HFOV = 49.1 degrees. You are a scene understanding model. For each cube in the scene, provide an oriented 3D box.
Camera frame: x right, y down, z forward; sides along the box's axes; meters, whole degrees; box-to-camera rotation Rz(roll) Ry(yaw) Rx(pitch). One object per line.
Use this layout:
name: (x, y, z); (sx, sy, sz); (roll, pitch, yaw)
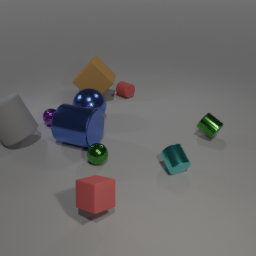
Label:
cube: (-1.590, -2.381, 13.449); (1.400, 1.400, 1.400); (-40, 19, 20)
cube: (-0.785, 1.588, 6.806); (0.700, 0.700, 0.700); (3, 4, 41)

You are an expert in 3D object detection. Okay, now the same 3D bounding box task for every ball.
ball: (-0.982, 0.829, 9.051); (0.700, 0.700, 0.700); (0, 29, 0)
ball: (-1.584, -0.935, 11.519); (1.400, 1.400, 1.400); (0, 29, 0)
ball: (-3.117, -0.448, 11.394); (0.700, 0.700, 0.700); (0, 29, 0)

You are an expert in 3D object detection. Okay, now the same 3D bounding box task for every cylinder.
cylinder: (-4.178, -0.301, 9.962); (1.400, 1.400, 1.400); (-22, 24, 10)
cylinder: (1.464, 0.950, 8.602); (0.700, 0.700, 0.700); (-11, 57, -19)
cylinder: (3.044, -0.093, 10.361); (0.700, 0.700, 0.700); (43, 45, 19)
cylinder: (-1.754, -0.086, 9.970); (1.400, 1.400, 1.400); (11, 30, 18)
cylinder: (-0.130, -1.939, 14.067); (0.700, 0.700, 0.700); (-24, 35, -37)
